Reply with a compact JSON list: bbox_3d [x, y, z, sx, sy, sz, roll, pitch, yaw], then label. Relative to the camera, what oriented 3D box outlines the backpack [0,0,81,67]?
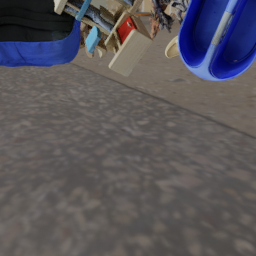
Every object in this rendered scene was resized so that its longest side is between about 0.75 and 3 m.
[{"bbox_3d":[-2.165,-2.309,6.317,2.238,1.819,1.878,-4,-11,-1],"label":"backpack"}]

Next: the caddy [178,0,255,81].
[{"bbox_3d":[2.111,-2.228,5.967,1.748,2.472,1.298,28,39,15],"label":"caddy"}]

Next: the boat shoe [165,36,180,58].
[{"bbox_3d":[2.071,-3.113,10.269,1.741,0.628,0.566,-31,26,32],"label":"boat shoe"}]

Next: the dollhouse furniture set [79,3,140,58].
[{"bbox_3d":[-0.874,-2.706,8.167,1.712,1.213,1.863,-34,54,-28],"label":"dollhouse furniture set"}]

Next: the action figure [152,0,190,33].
[{"bbox_3d":[1.523,-3.434,7.955,1.728,2.908,1.484,-31,-16,15],"label":"action figure"}]

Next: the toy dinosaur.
[{"bbox_3d":[0.965,-4.061,8.812,0.963,2.245,1.521,1,57,24],"label":"toy dinosaur"}]

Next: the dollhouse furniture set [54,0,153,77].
[{"bbox_3d":[-0.340,-2.021,4.558,1.256,1.249,1.782,20,34,-30],"label":"dollhouse furniture set"}]
